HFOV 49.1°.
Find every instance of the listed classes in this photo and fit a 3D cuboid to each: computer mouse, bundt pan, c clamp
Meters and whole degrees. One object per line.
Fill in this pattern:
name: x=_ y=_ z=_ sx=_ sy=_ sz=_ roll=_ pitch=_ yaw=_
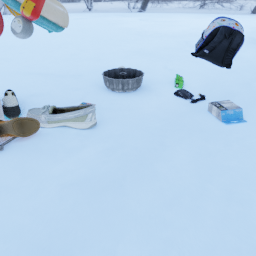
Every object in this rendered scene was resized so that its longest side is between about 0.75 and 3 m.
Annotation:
computer mouse: x=2.440 y=-1.344 z=10.939 sx=0.875 sy=0.287 sz=1.246 roll=-16 pitch=32 yaw=-26
bundt pan: x=-0.205 y=-1.984 z=11.766 sx=1.791 sy=0.672 sz=1.791 roll=1 pitch=27 yaw=0
c clamp: x=-4.441 y=0.472 z=7.306 sx=2.371 sy=0.321 sz=2.026 roll=7 pitch=18 yaw=6

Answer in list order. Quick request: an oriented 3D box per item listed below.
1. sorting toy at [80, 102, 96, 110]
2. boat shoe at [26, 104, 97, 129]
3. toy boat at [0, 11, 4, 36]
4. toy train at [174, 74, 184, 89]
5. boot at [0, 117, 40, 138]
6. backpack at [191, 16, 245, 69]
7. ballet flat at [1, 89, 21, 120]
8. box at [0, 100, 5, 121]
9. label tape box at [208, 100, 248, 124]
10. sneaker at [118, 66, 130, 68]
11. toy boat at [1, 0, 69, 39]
sorting toy: x=-1.414 y=-0.781 z=10.021 sx=0.814 sy=0.120 sz=0.602 roll=12 pitch=29 yaw=24
boat shoe: x=-2.084 y=-0.458 z=8.722 sx=2.266 sy=0.727 sz=0.835 roll=6 pitch=28 yaw=11
toy boat: x=-4.013 y=-3.383 z=7.473 sx=1.418 sy=2.173 sz=1.420 roll=-14 pitch=12 yaw=18
toy train: x=2.271 y=-2.074 z=12.384 sx=0.402 sy=0.297 sz=1.424 roll=13 pitch=28 yaw=4
boot: x=-3.483 y=-0.052 z=8.078 sx=1.595 sy=0.588 sz=1.234 roll=-10 pitch=13 yaw=-37
backpack: x=2.249 y=-2.102 z=6.735 sx=1.115 sy=1.063 sz=0.859 roll=16 pitch=59 yaw=-12
ballet flat: x=-4.105 y=-0.894 z=9.700 sx=0.611 sy=0.614 sz=1.796 roll=-11 pitch=29 yaw=-23
box: x=-5.199 y=-0.824 z=9.324 sx=1.607 sy=0.828 sz=2.755 roll=-16 pitch=32 yaw=-28
label tape box: x=3.301 y=-0.542 z=9.280 sx=0.823 sy=0.380 sz=1.149 roll=-7 pitch=26 yaw=-13
sneaker: x=-0.198 y=-2.643 z=13.394 sx=0.537 sy=0.464 sz=1.226 roll=-27 pitch=29 yaw=-26
toy boat: x=-2.469 y=-2.947 z=7.070 sx=2.022 sy=1.118 sz=2.406 roll=26 pitch=17 yaw=-25
